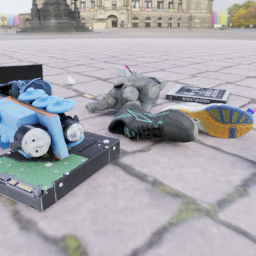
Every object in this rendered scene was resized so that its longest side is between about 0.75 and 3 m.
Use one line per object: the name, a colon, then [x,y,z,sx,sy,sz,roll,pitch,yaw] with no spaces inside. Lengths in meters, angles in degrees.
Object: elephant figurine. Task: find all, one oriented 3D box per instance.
elephant figurine: [-0.117,-1.115,9.735,1.757,1.602,2.265,20,-9,-33]

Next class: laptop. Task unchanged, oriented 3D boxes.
laptop: [-5.004,-2.235,12.386,2.298,1.422,2.454,-8,23,-20]
laptop: [0.744,-2.875,14.690,1.774,0.916,1.572,-3,22,-8]

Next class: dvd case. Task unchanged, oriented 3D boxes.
dvd case: [2.988,-1.399,11.798,2.376,0.294,1.786,9,24,23]

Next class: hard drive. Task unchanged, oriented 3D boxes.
hard drive: [-1.580,0.717,6.165,1.803,0.488,2.581,12,24,27]

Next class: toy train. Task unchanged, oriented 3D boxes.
toy train: [-2.097,-0.072,6.113,1.515,1.149,2.651,-29,32,-34]

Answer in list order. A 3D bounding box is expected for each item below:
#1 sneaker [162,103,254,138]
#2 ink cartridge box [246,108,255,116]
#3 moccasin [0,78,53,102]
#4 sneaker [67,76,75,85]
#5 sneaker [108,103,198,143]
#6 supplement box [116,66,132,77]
sneaker: [2.269,-0.393,8.293,2.656,1.000,1.170,6,23,13]
ink cartridge box: [4.616,-0.567,9.856,1.070,0.198,0.507,-4,21,-3]
moccasin: [-4.079,-1.304,10.741,2.682,1.079,0.915,-2,4,31]
sneaker: [-2.906,-2.402,14.402,0.395,0.336,0.893,5,25,-20]
sneaker: [0.593,0.040,7.586,2.661,1.003,1.055,12,38,42]
supplement box: [-0.231,-3.326,16.402,0.492,0.503,0.973,-16,25,-33]
